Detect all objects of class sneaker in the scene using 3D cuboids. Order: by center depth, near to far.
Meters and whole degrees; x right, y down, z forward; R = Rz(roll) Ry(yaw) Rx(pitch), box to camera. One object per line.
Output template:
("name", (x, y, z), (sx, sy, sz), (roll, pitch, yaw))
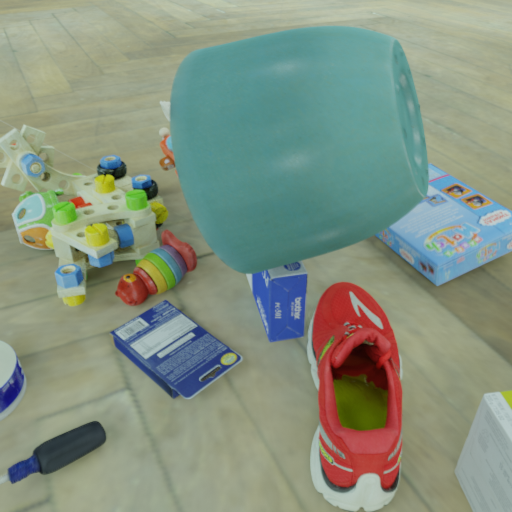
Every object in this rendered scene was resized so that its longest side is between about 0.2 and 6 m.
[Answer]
("sneaker", (1.289, 1.280, 6.728), (1.274, 1.405, 3.309), (2, 36, 2))

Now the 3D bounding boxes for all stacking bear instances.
("stacking bear", (-1.610, 0.293, 8.739), (0.759, 0.711, 1.251), (33, 57, 31))

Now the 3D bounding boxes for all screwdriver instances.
("screwdriver", (-2.752, 2.407, 5.762), (2.636, 0.368, 0.384), (-21, 17, -41))

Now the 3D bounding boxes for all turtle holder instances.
("turtle holder", (-3.731, -0.707, 9.722), (0.914, 0.977, 1.287), (-18, 78, -21))

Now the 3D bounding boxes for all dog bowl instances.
("dog bowl", (-3.585, 1.618, 7.065), (1.207, 0.475, 1.207), (0, 36, 0))

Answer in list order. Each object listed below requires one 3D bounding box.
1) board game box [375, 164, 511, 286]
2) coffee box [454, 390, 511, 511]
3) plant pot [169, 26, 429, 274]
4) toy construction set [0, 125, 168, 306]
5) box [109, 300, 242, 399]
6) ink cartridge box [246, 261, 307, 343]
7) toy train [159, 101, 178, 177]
("board game box", (3.157, -0.670, 9.971), (1.953, 0.473, 2.582), (-22, 38, -14))
("coffee box", (2.990, 2.219, 5.453), (1.365, 1.380, 1.378), (-5, 36, -7))
("plant pot", (0.710, -1.331, 6.531), (2.251, 2.805, 2.805), (-10, 30, 26))
("toy construction set", (-2.983, -0.846, 9.619), (2.435, 1.711, 3.713), (-26, 54, -31))
("box", (-1.100, 1.301, 7.669), (1.684, 0.273, 1.020), (30, 46, 35))
("ink cartridge box", (0.163, 0.011, 8.661), (0.562, 1.196, 2.543), (-8, 37, -10))
("toy train", (-1.350, -1.690, 10.260), (0.745, 2.679, 2.012), (-43, 89, -6))
